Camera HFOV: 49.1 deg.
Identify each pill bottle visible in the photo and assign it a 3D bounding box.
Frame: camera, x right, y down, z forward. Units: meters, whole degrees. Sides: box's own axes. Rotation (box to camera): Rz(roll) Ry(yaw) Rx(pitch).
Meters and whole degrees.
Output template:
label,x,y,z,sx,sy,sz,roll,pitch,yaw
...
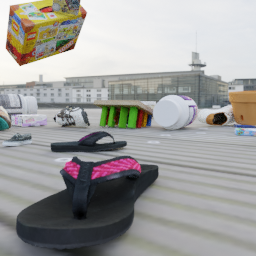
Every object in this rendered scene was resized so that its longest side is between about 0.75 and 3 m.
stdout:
label,x,y,z,sx,sy,sz,roll,pitch,yaw
pill bottle,-6.312,-1.050,14.828,2.659,1.504,1.504,-3,6,-37
pill bottle,1.839,-0.617,10.937,1.317,1.317,2.363,2,6,26

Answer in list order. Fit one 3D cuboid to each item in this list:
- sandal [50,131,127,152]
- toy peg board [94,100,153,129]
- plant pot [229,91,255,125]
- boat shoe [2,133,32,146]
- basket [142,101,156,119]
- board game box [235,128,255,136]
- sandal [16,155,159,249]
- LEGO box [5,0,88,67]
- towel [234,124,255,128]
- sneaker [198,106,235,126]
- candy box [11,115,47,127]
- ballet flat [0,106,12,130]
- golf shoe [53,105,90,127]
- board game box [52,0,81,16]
label,x,y,z,sx,sy,sz,roll,pitch,yaw
sandal,-0.807,0.276,5.962,1.638,0.392,0.616,-1,5,-13
toy peg board,-0.076,-0.405,11.923,2.132,1.043,2.123,4,-9,30
plant pot,5.313,-0.873,11.900,1.963,1.374,1.963,-2,9,0
boat shoe,-2.647,0.265,6.698,0.295,0.290,0.818,2,5,24
basket,0.933,-1.147,18.121,1.245,1.133,1.837,2,4,29
board game box,3.947,0.130,8.901,0.982,0.180,0.743,2,5,17
sandal,-0.235,0.480,2.783,0.890,0.534,2.370,2,5,17
LEGO box,-2.791,-3.333,9.554,2.422,0.935,1.804,-33,-12,-39
towel,4.947,-0.101,11.939,0.736,0.121,1.016,2,5,12
sneaker,4.344,-0.416,12.440,2.404,0.875,1.018,-8,22,-25
candy box,-4.463,-0.351,12.640,1.148,0.489,1.368,-4,6,-40
ballet flat,-5.239,-0.462,10.784,2.565,0.873,0.862,3,39,27
golf shoe,-2.389,-0.340,11.749,1.088,0.895,2.303,-28,20,-27
board game box,-1.927,-3.887,8.776,0.817,0.553,0.141,4,44,-23
